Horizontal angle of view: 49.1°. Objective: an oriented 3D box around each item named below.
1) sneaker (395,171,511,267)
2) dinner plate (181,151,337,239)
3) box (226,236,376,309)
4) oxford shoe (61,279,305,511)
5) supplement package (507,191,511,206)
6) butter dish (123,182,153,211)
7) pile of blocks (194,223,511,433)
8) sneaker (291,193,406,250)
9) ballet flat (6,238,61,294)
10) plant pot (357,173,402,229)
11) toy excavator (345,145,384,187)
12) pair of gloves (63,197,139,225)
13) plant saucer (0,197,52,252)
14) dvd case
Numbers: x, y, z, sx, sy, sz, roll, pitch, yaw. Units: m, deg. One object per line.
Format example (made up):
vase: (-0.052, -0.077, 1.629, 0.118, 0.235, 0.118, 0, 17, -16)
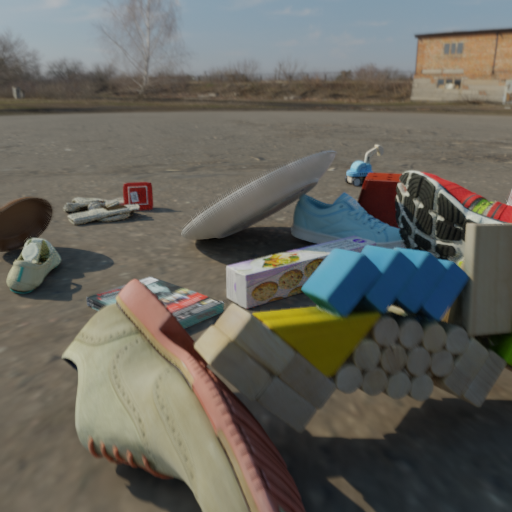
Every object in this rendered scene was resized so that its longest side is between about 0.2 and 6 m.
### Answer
sneaker: (3.683, -0.352, 8.967, 1.544, 1.400, 3.637, -12, 35, -26)
dinner plate: (0.127, -0.990, 10.417, 3.233, 0.392, 3.233, -29, -2, -1)
box: (0.756, 0.200, 8.592, 2.656, 0.550, 0.514, -12, 22, -35)
oxford shoe: (-0.712, 1.417, 4.552, 1.206, 1.157, 3.268, -39, 35, -10)
supplement package: (5.402, -0.712, 10.180, 1.143, 0.814, 1.468, 1, 40, 2)
butter dish: (-2.853, -1.402, 13.542, 0.691, 0.693, 0.512, -4, -4, -12)
pile of blocks: (1.436, 0.499, 5.240, 4.187, 1.719, 1.301, 2, 5, -20)
sneaker: (1.780, -0.644, 10.405, 2.370, 0.971, 0.876, 10, 22, 18)
ballet flat: (-3.535, 0.029, 9.014, 0.639, 0.639, 1.841, -3, 18, -10)
plant pot: (2.633, -0.996, 11.198, 1.356, 1.196, 1.357, 5, 19, 15)
toy excavator: (3.181, -2.640, 16.340, 1.095, 1.126, 0.562, -5, 20, -16)
pair of gloves: (-3.625, -1.134, 13.026, 1.591, 0.328, 1.871, -8, 19, -22)
plant saucer: (-4.285, -0.616, 10.050, 0.232, 1.268, 1.268, 43, 35, 17)
dvd case: (-1.403, 0.671, 7.746, 1.592, 0.175, 1.162, 16, 24, 38)
